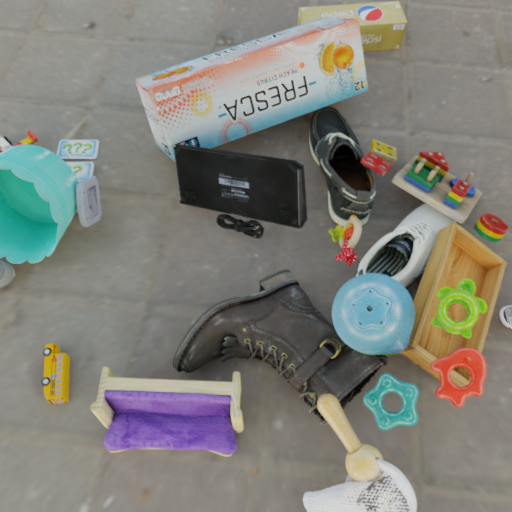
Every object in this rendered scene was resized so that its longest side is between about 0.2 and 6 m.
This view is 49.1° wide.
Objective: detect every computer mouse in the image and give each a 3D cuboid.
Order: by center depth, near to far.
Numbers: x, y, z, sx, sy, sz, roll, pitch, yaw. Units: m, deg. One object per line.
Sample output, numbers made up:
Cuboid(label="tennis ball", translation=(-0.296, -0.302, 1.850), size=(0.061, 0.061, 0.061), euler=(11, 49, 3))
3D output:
Cuboid(label="computer mouse", translation=(4.893, 1.118, 9.985), size=(1.248, 0.274, 0.684), euler=(3, 63, -5))

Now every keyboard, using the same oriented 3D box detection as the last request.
Cuboid(label="keyboard", translation=(-0.322, -1.154, 10.443), size=(2.793, 1.677, 0.358), euler=(14, 32, 31))

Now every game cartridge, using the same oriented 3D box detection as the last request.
Cuboid(label="game cartridge", translation=(-3.179, -1.021, 10.624), size=(0.179, 0.876, 0.583), euler=(6, 24, 12))

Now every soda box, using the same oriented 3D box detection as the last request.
Cuboid(label="soda box", translation=(-0.023, -3.616, 11.845), size=(4.660, 1.594, 1.482), euler=(-23, 30, -13))
Cuboid(label="soda box", translation=(2.300, -5.586, 13.766), size=(2.540, 0.813, 0.860), euler=(-5, 59, -4))

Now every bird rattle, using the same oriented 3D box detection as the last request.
Cuboid(label="bird rattle", translation=(1.667, -0.329, 10.267), size=(0.529, 0.766, 0.939), euler=(21, 32, -9))

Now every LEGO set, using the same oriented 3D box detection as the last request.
Cuboid(label="LEGO set", translation=(-4.784, -1.841, 11.580), size=(2.726, 0.669, 2.036), euler=(0, 56, -2))

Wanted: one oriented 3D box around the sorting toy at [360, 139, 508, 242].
Cuboid(label="sorting toy", translation=(3.585, -1.551, 11.024), size=(3.198, 0.541, 1.542), euler=(34, 38, 14))

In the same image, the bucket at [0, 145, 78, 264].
Cuboid(label="bucket", translation=(-4.274, -0.989, 10.216), size=(2.006, 2.006, 1.305), euler=(8, 34, 5))

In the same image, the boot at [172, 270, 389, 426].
Cuboid(label="boot", translation=(0.415, 1.715, 9.175), size=(2.935, 1.016, 2.555), euler=(-32, 64, -20))

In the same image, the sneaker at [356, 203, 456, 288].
Cuboid(label="sneaker", translation=(2.853, -0.148, 10.296), size=(1.054, 1.022, 2.886), euler=(35, 64, 19))

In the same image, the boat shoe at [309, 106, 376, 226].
Cuboid(label="boat shoe", translation=(1.793, -2.077, 11.508), size=(1.096, 1.032, 3.051), euler=(-6, 56, -5))

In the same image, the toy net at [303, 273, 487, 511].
Cuboid(label="toy net", translation=(2.015, 2.443, 8.250), size=(2.317, 0.853, 4.416), euler=(7, 80, 16))

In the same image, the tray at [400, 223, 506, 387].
Cuboid(label="tray", translation=(3.435, 0.836, 9.742), size=(1.297, 0.487, 2.630), euler=(35, 62, -11))

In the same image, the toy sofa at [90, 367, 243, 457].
Cuboid(label="toy sofa", translation=(-1.336, 2.440, 8.765), size=(2.271, 0.940, 1.108), euler=(2, 57, 1))

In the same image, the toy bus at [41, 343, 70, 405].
Cuboid(label="toy bus", translation=(-3.362, 1.967, 9.415), size=(0.385, 0.320, 0.984), euler=(-7, 59, -4))

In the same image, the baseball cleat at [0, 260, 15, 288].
Cuboid(label="baseball cleat", translation=(-5.398, 0.264, 10.062), size=(1.882, 1.002, 0.656), euler=(2, 80, 8))
